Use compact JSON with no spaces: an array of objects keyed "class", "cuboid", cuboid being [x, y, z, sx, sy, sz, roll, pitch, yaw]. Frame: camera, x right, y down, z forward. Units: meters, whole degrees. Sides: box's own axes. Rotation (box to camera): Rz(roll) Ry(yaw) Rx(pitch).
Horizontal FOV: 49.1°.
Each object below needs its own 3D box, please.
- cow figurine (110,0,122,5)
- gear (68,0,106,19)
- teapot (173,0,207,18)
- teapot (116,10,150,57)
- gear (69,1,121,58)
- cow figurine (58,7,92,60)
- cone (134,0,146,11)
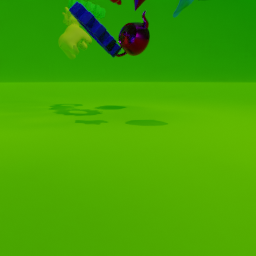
[{"class":"cow figurine","cuboid":[-0.018,-3.225,6.135,1.083,0.594,1.066,-45,20,-15]},{"class":"gear","cuboid":[-1.576,-4.565,10.778,1.400,0.259,1.400,13,9,-2]},{"class":"teapot","cuboid":[1.561,-3.224,5.958,1.168,1.878,0.920,33,3,-8]},{"class":"teapot","cuboid":[0.201,-3.459,10.545,0.995,2.031,1.263,8,44,-47]},{"class":"gear","cuboid":[-1.008,-3.052,8.792,0.357,1.929,1.929,-44,10,5]},{"class":"cow figurine","cuboid":[-2.073,-3.492,10.214,1.581,1.555,0.868,-50,13,-31]},{"class":"cone","cuboid":[0.432,-4.445,9.233,1.169,1.173,1.169,19,14,-5]}]
